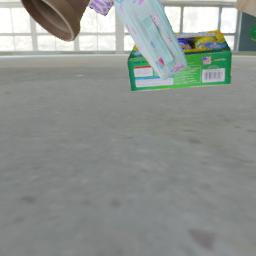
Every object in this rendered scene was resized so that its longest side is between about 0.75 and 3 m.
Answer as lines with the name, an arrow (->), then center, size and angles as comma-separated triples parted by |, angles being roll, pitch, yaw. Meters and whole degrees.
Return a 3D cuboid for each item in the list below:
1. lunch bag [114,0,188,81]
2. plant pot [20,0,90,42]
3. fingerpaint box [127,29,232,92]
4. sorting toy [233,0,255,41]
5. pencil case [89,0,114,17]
lunch bag -> 0.462, -1.810, 5.325 | 0.679, 1.761, 1.412 | -34, 32, 6
plant pot -> -1.992, -3.980, 8.656 | 2.007, 2.007, 1.750 | 19, 70, 45
fingerpaint box -> 1.355, -1.880, 7.548 | 2.468, 0.905, 2.059 | -2, 32, 12
sorting toy -> 2.893, -2.808, 5.822 | 0.900, 1.868, 0.316 | 37, 20, 28
pencil case -> -0.557, -4.147, 8.373 | 0.678, 1.586, 0.666 | 43, 18, 22
